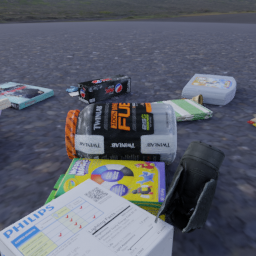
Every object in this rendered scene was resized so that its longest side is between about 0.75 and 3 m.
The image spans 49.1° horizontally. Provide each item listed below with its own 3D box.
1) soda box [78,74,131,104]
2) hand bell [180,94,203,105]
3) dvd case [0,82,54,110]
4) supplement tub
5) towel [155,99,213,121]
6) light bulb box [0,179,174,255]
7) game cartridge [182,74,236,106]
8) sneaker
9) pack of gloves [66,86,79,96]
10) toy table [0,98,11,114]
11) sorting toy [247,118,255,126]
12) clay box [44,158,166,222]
[{"bbox_3d":[-0.894,-1.569,11.009,2.113,0.669,0.748,-20,30,-37],"label":"soda box"},{"bbox_3d":[2.305,-1.031,10.366,0.826,0.430,0.430,4,22,39],"label":"hand bell"},{"bbox_3d":[-4.490,-1.320,10.957,2.525,0.278,1.843,12,28,25],"label":"dvd case"},{"bbox_3d":[-0.147,0.147,6.442,2.364,1.448,1.448,-1,25,0],"label":"supplement tub"},{"bbox_3d":[1.517,-0.571,9.427,2.118,0.248,1.615,-9,27,-17],"label":"towel"},{"bbox_3d":[-0.511,1.695,3.669,1.608,1.003,1.594,20,32,36],"label":"light bulb box"},{"bbox_3d":[3.399,-1.634,11.380,1.852,0.578,2.781,6,25,22],"label":"game cartridge"},{"bbox_3d":[1.036,1.071,4.695,0.780,2.598,1.355,21,75,17],"label":"sneaker"},{"bbox_3d":[-1.985,-1.627,11.682,1.109,0.219,0.932,-15,28,-29],"label":"pack of gloves"},{"bbox_3d":[-4.104,-0.297,7.016,1.303,2.046,2.225,4,40,46],"label":"toy table"},{"bbox_3d":[4.071,-0.155,8.611,0.938,0.159,0.452,-17,30,-34],"label":"sorting toy"},{"bbox_3d":[-0.409,1.137,5.411,2.240,0.533,1.287,3,25,4],"label":"clay box"}]
